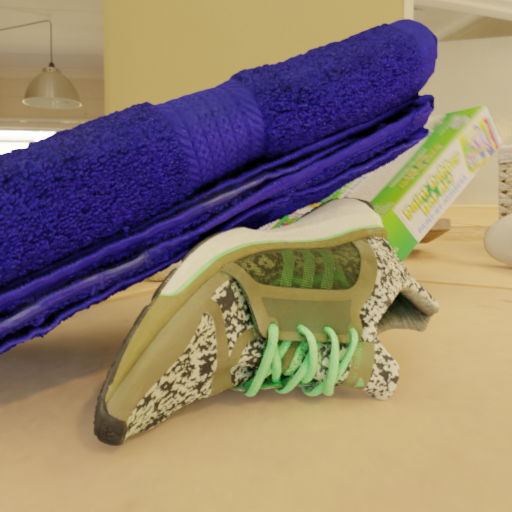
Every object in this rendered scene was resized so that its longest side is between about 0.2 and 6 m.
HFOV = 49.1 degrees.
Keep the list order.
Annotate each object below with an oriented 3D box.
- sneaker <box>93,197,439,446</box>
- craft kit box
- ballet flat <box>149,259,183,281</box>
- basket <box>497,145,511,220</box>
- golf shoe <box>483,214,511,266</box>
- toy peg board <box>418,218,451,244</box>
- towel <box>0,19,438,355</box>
[{"bbox_3d":[0.265,0.375,2.884,1.014,0.880,2.288,40,43,24],"label":"sneaker"},{"bbox_3d":[1.147,-0.678,6.643,2.499,0.606,2.468,-46,21,-19],"label":"craft kit box"},{"bbox_3d":[-1.260,-0.131,6.919,2.069,0.702,0.749,32,60,25],"label":"ballet flat"},{"bbox_3d":[5.519,-0.903,8.980,2.381,1.915,2.359,-2,7,-25],"label":"basket"},{"bbox_3d":[3.782,-0.128,7.053,1.141,0.919,2.347,-11,11,-33],"label":"golf shoe"},{"bbox_3d":[2.071,-0.798,9.567,2.019,0.992,2.028,0,-4,7],"label":"toy peg board"},{"bbox_3d":[-0.596,-0.189,3.369,3.082,0.764,2.276,-25,-3,-19],"label":"towel"}]
